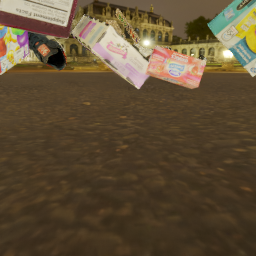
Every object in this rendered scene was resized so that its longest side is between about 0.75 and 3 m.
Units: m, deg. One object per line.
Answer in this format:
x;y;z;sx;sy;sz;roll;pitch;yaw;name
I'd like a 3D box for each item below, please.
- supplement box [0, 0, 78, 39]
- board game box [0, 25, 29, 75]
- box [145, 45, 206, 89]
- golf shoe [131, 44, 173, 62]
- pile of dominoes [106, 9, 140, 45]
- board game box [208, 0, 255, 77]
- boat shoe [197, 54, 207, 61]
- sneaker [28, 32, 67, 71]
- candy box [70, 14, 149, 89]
-0.853;-1.997;2.734;0.799;1.864;1.029;3;34;-32;supplement box
-2.697;-2.440;4.918;1.332;2.540;1.308;10;33;3;board game box
0.954;-1.228;5.754;1.084;0.556;0.513;18;3;-3;box
0.875;-2.170;8.463;1.799;0.792;0.695;24;6;-22;golf shoe
-0.325;-3.191;10.601;0.371;1.818;2.332;-9;50;-22;pile of dominoes
3.836;-2.887;7.161;2.119;2.806;0.659;28;36;-36;board game box
1.922;-1.794;7.885;0.853;0.241;0.293;-44;0;-33;boat shoe
-2.725;-2.634;8.504;2.488;0.933;1.051;34;22;-52;sneaker
-0.439;-1.971;7.123;1.621;0.691;1.932;35;7;-36;candy box
